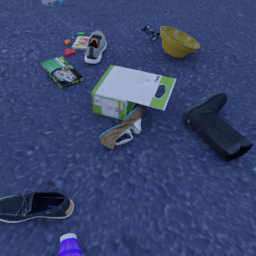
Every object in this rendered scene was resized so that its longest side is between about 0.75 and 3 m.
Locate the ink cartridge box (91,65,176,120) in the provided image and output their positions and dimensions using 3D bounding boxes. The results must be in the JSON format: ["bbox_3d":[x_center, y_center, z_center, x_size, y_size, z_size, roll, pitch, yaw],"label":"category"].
[{"bbox_3d":[0.252,-1.270,10.932,2.775,1.051,2.051,15,47,12],"label":"ink cartridge box"}]

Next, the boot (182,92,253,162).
[{"bbox_3d":[3.441,-0.120,9.917,2.018,0.804,2.449,-30,47,-12],"label":"boot"}]

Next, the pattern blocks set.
[{"bbox_3d":[-2.329,-4.451,14.660,2.004,0.185,2.280,-3,45,-3],"label":"pattern blocks set"}]

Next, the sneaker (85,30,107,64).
[{"bbox_3d":[-1.537,-4.166,13.740,0.903,0.969,2.444,8,48,-2],"label":"sneaker"}]

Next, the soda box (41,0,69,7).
[{"bbox_3d":[-1.726,-3.942,7.878,0.509,0.548,1.601,22,49,34],"label":"soda box"}]

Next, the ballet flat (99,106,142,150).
[{"bbox_3d":[-0.040,0.048,9.957,0.775,0.727,2.143,45,58,11],"label":"ballet flat"}]

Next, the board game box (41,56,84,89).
[{"bbox_3d":[-3.023,-2.583,12.794,1.126,0.252,2.149,-28,52,-22],"label":"board game box"}]

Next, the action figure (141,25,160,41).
[{"bbox_3d":[1.237,-4.946,14.866,1.180,0.602,0.701,17,-1,-37],"label":"action figure"}]

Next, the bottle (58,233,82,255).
[{"bbox_3d":[-1.334,3.419,6.634,0.733,0.573,1.756,-7,46,-11],"label":"bottle"}]

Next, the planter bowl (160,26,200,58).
[{"bbox_3d":[2.333,-4.022,13.559,2.113,0.880,2.113,17,37,-13],"label":"planter bowl"}]

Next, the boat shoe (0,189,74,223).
[{"bbox_3d":[-2.700,2.132,7.817,2.310,0.719,0.862,-1,47,1],"label":"boat shoe"}]
